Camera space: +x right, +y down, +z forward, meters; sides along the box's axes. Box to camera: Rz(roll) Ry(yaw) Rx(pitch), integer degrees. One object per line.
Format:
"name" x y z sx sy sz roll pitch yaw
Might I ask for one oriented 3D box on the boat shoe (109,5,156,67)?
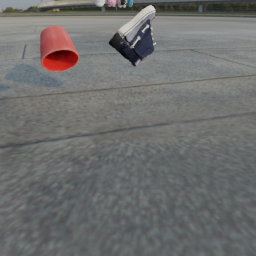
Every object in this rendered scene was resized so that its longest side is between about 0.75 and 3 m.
"boat shoe" 0.498 -3.219 9.865 1.039 1.290 2.782 -32 16 52

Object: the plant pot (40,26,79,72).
"plant pot" -2.279 -2.568 8.985 1.203 1.203 1.065 -11 69 -22

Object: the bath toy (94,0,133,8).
"bath toy" -0.420 -3.877 8.286 1.172 0.433 0.510 -7 65 -13
